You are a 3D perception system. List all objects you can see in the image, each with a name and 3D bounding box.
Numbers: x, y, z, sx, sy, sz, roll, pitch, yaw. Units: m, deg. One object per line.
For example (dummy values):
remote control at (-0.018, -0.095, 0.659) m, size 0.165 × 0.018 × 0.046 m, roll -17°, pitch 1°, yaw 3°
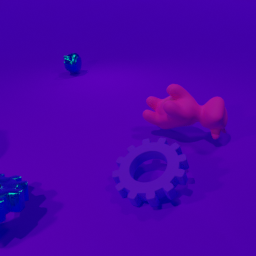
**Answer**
cow figurine at (1.417, -0.312, 6.633) m, size 1.696 × 1.669 × 0.931 m, roll -23°, pitch 44°, yaw 52°
gear at (-2.487, 1.133, 4.453) m, size 1.679 × 0.310 × 1.679 m, roll -1°, pitch 9°, yaw 0°
teapot at (-2.223, -2.564, 11.149) m, size 0.635 × 0.806 × 1.297 m, roll 7°, pitch -10°, yaw 11°
gear at (0.406, 0.778, 5.191) m, size 1.391 × 0.257 × 1.391 m, roll -15°, pitch 40°, yaw 13°
